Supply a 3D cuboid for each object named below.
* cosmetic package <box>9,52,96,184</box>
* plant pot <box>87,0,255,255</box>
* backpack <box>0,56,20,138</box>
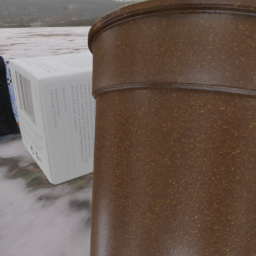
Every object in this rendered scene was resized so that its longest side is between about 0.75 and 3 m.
[{"bbox_3d":[-0.860,-0.431,5.710,2.341,1.932,1.930,-15,28,-30],"label":"cosmetic package"},{"bbox_3d":[0.575,0.366,2.724,2.253,2.231,2.253,8,-3,0],"label":"plant pot"},{"bbox_3d":[-3.349,-0.839,6.714,2.049,2.152,1.658,12,21,42],"label":"backpack"}]
